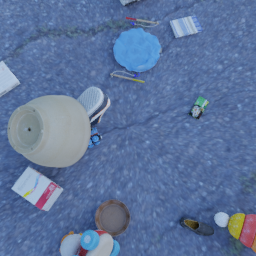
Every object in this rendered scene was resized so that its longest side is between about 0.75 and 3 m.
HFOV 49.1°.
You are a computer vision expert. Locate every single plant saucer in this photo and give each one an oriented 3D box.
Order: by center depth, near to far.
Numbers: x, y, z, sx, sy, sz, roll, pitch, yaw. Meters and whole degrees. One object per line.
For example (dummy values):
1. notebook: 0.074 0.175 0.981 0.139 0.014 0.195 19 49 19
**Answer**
1. plant saucer: -0.504 2.972 9.268 1.165 0.213 1.165 1 66 -1

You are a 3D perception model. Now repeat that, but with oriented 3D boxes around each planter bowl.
1. planter bowl: -2.692 0.090 8.969 2.491 1.676 2.491 -1 88 26

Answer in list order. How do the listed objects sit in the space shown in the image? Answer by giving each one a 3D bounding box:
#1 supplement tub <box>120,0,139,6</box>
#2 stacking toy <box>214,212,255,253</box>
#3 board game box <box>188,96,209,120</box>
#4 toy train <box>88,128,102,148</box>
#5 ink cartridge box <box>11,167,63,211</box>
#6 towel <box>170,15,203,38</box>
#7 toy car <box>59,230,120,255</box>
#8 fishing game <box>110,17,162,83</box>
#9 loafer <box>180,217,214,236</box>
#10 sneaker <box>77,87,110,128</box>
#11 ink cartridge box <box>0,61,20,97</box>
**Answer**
1. supplement tub: 0.319 -5.831 11.855 1.405 0.861 0.861 -26 74 -8
2. stacking toy: 3.692 3.135 8.901 1.853 1.354 1.354 19 72 24
3. board game box: 2.686 -0.760 10.595 0.455 0.102 0.868 32 75 12
4. toy train: -1.445 0.414 10.056 0.991 0.430 0.566 -24 65 -5
5. ink cartridge box: -2.966 2.012 9.255 1.235 0.897 0.893 31 74 10
6. towel: 2.425 -4.241 11.715 1.211 0.144 0.890 -16 71 -7
7. toy car: -1.448 3.659 8.654 1.706 1.572 1.509 19 70 36
8. fishing game: 0.386 -3.109 11.226 1.925 0.418 2.688 10 80 3
9. loafer: 2.269 3.234 9.112 1.157 0.418 0.421 15 72 4
10. sneaker: -1.781 -0.330 10.030 2.742 1.089 1.075 -33 68 15
11. ink cartridge box: -4.934 -1.911 10.898 0.948 0.295 1.178 -38 71 -11
